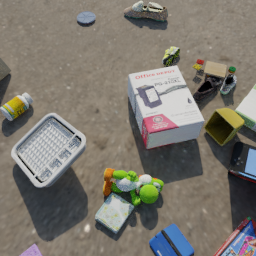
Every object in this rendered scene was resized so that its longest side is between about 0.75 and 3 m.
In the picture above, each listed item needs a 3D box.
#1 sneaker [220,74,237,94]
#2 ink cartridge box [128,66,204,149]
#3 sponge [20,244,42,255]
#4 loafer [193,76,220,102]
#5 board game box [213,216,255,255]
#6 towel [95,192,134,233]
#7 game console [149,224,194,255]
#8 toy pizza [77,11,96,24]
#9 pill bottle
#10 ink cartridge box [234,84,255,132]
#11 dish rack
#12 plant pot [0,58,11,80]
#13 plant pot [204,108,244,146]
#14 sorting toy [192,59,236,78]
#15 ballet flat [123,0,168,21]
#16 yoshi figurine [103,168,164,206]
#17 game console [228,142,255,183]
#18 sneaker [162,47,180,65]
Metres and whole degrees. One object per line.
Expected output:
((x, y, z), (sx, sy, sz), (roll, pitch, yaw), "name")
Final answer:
((4.146, -1.925, 11.240), (0.428, 0.770, 1.101), (29, 62, 17), "sneaker")
((1.258, -0.832, 10.279), (1.989, 1.159, 2.748), (-12, 57, -8), "ink cartridge box")
((-2.592, 3.954, 7.805), (0.672, 0.180, 1.204), (-34, 64, -20), "sponge")
((3.209, -1.650, 11.224), (0.570, 0.499, 1.586), (39, 65, 22), "loafer")
((3.055, 3.993, 7.726), (2.919, 0.284, 1.502), (-38, 66, -21), "board game box")
((-0.426, 2.608, 8.649), (0.860, 0.242, 1.005), (31, 62, 15), "towel")
((1.268, 3.464, 8.174), (0.846, 0.587, 0.992), (-44, 62, 10), "game console")
((-2.066, -5.450, 13.886), (0.928, 0.147, 0.928), (0, 58, 1), "toy pizza")
((-4.191, -0.836, 10.628), (0.627, 0.627, 1.112), (36, 64, 21), "pill bottle")
((5.084, -0.754, 10.675), (1.438, 0.474, 1.976), (34, 60, 20), "ink cartridge box")
((-2.539, 0.713, 9.163), (2.422, 0.527, 2.079), (33, 75, 38), "dish rack")
((-6.282, -2.465, 11.031), (1.956, 1.954, 1.732), (26, 73, 15), "plant pot")
((3.535, -0.132, 10.017), (0.998, 0.969, 0.976), (-20, 58, -33), "plant pot")
((3.586, -2.395, 11.770), (1.768, 0.299, 0.852), (16, 50, 9), "sorting toy")
((0.880, -5.848, 13.778), (2.251, 0.757, 0.766), (9, 58, 6), "ballet flat")
((0.169, 1.860, 8.733), (1.894, 1.065, 1.061), (6, 72, 1), "yoshi figurine")
((4.511, 1.283, 8.829), (2.285, 1.356, 1.969), (19, 60, 12), "game console")
((1.790, -3.153, 12.266), (0.485, 0.479, 1.270), (27, 50, 24), "sneaker")
